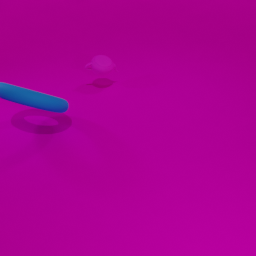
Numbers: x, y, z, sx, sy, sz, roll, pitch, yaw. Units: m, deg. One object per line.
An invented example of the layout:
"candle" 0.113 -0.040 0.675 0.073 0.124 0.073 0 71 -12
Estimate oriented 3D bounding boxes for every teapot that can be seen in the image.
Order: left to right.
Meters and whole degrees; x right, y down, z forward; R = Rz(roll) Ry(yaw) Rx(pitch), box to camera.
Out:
"teapot" -0.916 -2.212 10.194 1.341 0.657 0.834 -3 55 -22

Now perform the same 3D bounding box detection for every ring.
"ring" -2.627 -0.823 7.694 2.009 0.402 2.009 15 3 -1
